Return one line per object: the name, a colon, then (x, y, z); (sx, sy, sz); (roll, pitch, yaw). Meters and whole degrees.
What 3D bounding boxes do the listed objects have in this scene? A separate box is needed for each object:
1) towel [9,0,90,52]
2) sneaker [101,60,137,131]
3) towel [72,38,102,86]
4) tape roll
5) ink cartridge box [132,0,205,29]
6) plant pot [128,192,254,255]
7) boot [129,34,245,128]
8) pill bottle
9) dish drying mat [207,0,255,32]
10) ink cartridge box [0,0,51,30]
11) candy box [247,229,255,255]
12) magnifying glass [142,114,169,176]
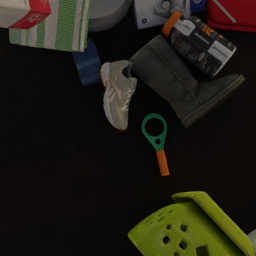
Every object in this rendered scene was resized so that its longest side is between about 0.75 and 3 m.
towel: (-2.269, -3.222, 7.912); (2.516, 0.294, 1.919); (12, 107, 14)
sneaker: (-0.162, -0.964, 7.758); (0.936, 0.770, 2.034); (-13, 80, 25)
towel: (-1.181, -1.927, 8.299); (0.738, 0.321, 1.323); (-18, 82, -3)
tape roll: (-1.078, -4.202, 8.438); (2.418, 0.799, 2.418); (0, 81, 0)
ink cartridge box: (1.183, -4.125, 7.838); (2.272, 2.268, 0.461); (-15, 40, -2)
plant pot: (1.441, 2.733, 6.653); (1.959, 2.148, 2.159); (-42, 83, -13)
boot: (1.652, -1.604, 8.040); (2.377, 0.949, 2.615); (-34, 75, -7)
pill bottle: (1.950, -2.441, 7.980); (1.988, 1.056, 1.056); (38, 82, 4)
dish drying mat: (3.938, -3.488, 8.583); (2.972, 0.270, 1.141); (6, 79, 1)
ink cartridge box: (-2.753, -2.839, 5.024); (1.005, 2.347, 1.732); (-10, 96, 36)
candy box: (4.796, 3.398, 7.047); (2.331, 0.994, 2.779); (-35, 82, -6)
magnifying glass: (0.860, 0.461, 7.961); (0.714, 0.201, 1.795); (-12, 81, -2)
